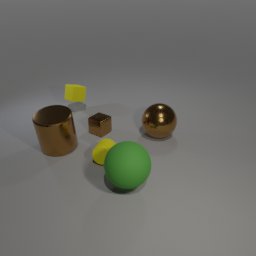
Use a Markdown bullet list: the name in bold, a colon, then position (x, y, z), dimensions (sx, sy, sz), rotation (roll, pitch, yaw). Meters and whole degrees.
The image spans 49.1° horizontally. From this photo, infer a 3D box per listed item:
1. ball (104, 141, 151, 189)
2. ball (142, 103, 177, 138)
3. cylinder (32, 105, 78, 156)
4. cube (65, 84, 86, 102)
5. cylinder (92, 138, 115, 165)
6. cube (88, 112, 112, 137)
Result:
- **ball**: position (-0.010, 1.083, 8.272), dimensions (1.400, 1.400, 1.400), rotation (0, 29, 0)
- **ball**: position (1.241, -0.287, 11.121), dimensions (1.400, 1.400, 1.400), rotation (0, 29, 0)
- **cylinder**: position (-2.651, 0.086, 10.313), dimensions (1.400, 1.400, 1.400), rotation (-2, 36, 2)
- **cube**: position (-2.465, -1.629, 13.081), dimensions (0.700, 0.700, 0.700), rotation (-6, 19, -43)
- **cylinder**: position (-0.819, 0.815, 9.787), dimensions (0.700, 0.700, 0.700), rotation (7, 24, 12)
- **cube**: position (-1.158, -0.145, 11.596), dimensions (0.700, 0.700, 0.700), rotation (19, 33, 31)
